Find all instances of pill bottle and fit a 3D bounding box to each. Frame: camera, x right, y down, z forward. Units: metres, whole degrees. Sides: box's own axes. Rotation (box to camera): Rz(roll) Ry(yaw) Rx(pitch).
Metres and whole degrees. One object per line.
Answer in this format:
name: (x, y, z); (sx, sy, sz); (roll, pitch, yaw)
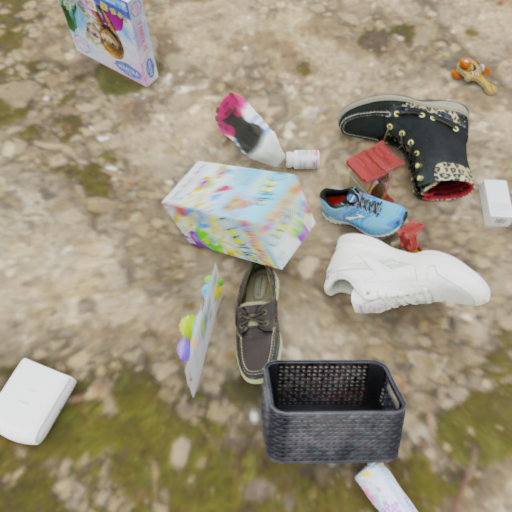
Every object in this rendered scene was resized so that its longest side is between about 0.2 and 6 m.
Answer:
pill bottle: (0.988, -2.048, 11.925); (0.698, 0.396, 0.396); (0, 59, 1)

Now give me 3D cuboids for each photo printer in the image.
photo printer: (-3.731, 2.426, 9.242); (1.030, 0.430, 1.238); (19, 61, 11)

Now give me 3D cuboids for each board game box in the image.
board game box: (-3.421, -5.270, 12.736); (2.317, 2.312, 0.477); (31, 65, 18)
board game box: (-0.329, -0.790, 10.184); (2.331, 1.201, 1.222); (16, 58, 39)

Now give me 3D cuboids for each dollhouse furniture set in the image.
dollhouse furniture set: (2.654, -0.910, 10.767); (0.934, 1.236, 2.297); (-27, 63, -15)

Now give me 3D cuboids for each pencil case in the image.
pencil case: (2.040, 3.698, 8.405); (0.524, 0.572, 1.261); (-28, 62, -19)

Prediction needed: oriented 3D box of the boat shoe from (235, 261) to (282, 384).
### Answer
boat shoe: (-0.027, 1.039, 9.721); (0.864, 0.765, 2.360); (-11, 49, 11)

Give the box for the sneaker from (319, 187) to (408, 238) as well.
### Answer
sneaker: (1.973, -0.894, 10.701); (1.830, 0.823, 0.717); (13, 69, 32)

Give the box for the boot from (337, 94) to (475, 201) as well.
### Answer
boot: (3.146, -2.253, 11.711); (2.810, 1.014, 2.122); (2, 62, 2)

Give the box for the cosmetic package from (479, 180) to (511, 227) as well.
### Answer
cosmetic package: (4.872, -1.079, 11.388); (0.484, 0.352, 0.952); (4, 58, 2)

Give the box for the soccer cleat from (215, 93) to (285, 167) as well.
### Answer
soccer cleat: (-0.147, -2.650, 12.037); (0.833, 1.030, 2.386); (-47, 41, 17)

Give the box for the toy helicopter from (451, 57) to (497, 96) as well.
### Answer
toy helicopter: (5.290, -4.270, 13.315); (0.774, 0.462, 1.171); (-31, 74, -27)

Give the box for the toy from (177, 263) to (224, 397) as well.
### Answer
toy: (-1.023, 1.219, 9.496); (0.472, 1.152, 2.000); (11, 57, 10)

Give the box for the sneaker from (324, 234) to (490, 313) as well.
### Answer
sneaker: (2.531, 0.559, 9.801); (2.925, 1.095, 1.457); (15, 66, 38)

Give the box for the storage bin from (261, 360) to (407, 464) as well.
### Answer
storage bin: (1.123, 2.351, 8.584); (2.008, 0.941, 1.357); (2, 22, -5)
